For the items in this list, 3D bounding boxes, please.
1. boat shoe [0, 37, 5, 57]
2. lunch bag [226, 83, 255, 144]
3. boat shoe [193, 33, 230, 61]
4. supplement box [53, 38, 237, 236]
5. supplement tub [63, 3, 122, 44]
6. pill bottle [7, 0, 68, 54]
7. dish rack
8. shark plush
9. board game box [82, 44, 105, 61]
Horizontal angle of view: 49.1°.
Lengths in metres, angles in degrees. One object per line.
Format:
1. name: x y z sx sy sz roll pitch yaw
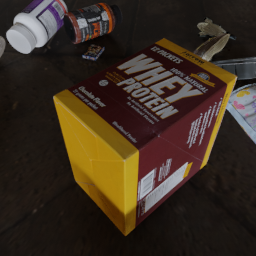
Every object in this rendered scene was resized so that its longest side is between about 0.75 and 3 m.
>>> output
1. boat shoe: -5.404 -2.629 9.958 1.044 0.841 2.252 16 50 5
2. lunch bag: 3.775 -0.322 7.619 2.012 1.279 1.706 -10 49 -23
3. boat shoe: 3.179 -3.113 10.569 0.554 0.669 1.861 36 63 24
4. supplement box: 0.375 0.166 6.078 2.882 2.842 1.913 -34 56 -27
5. supplement tub: -1.362 -4.281 11.252 2.245 1.201 1.201 -27 53 -22
6. pill bottle: -3.491 -4.030 10.828 1.373 1.373 2.465 18 56 16
7. dish rack: 3.683 -1.790 8.550 2.416 0.659 1.853 -10 13 -28
8. shark plush: 3.663 -4.072 11.534 1.653 0.751 0.688 13 18 18
9. board game box: -1.310 -2.890 10.693 0.557 0.142 0.822 14 49 14
